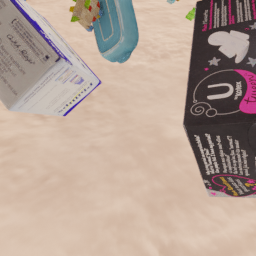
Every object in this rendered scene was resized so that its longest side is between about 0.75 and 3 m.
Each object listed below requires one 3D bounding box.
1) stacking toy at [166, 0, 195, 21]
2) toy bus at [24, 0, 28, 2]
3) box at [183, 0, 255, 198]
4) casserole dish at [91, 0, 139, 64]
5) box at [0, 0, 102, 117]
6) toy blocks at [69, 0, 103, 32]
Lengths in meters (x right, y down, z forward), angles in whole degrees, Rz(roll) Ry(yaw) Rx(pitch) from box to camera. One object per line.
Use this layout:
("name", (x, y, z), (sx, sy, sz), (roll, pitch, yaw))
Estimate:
("stacking toy", (1.351, -3.603, 7.409), (1.484, 0.462, 1.968), (32, 46, 6))
("toy bus", (-2.728, -4.039, 7.879), (1.138, 0.773, 1.093), (-12, 60, 14))
("box", (1.839, -0.580, 4.180), (1.599, 1.842, 2.787), (-3, 50, 24))
("casserole dish", (-0.525, -3.225, 8.291), (0.514, 2.649, 1.604), (-6, -9, -43))
("box", (-2.093, -1.577, 5.988), (1.372, 2.615, 2.405), (-42, 84, 6))
("toy blocks", (-1.078, -3.331, 7.893), (0.627, 0.858, 1.256), (11, 82, 28))
